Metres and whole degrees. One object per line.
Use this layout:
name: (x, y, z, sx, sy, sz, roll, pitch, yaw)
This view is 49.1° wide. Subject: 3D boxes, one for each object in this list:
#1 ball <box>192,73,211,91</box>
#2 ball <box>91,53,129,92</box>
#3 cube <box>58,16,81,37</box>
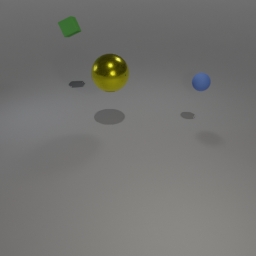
ball: (2.818, -1.768, 10.781, 0.700, 0.700, 0.700, 0, 29, 0)
ball: (-0.650, -2.010, 10.266, 1.400, 1.400, 1.400, 0, 29, 0)
cube: (-2.670, -4.641, 12.866, 0.700, 0.700, 0.700, -21, 15, 12)
